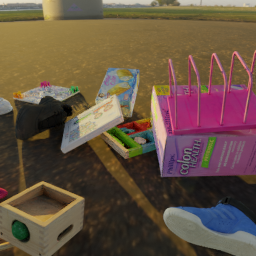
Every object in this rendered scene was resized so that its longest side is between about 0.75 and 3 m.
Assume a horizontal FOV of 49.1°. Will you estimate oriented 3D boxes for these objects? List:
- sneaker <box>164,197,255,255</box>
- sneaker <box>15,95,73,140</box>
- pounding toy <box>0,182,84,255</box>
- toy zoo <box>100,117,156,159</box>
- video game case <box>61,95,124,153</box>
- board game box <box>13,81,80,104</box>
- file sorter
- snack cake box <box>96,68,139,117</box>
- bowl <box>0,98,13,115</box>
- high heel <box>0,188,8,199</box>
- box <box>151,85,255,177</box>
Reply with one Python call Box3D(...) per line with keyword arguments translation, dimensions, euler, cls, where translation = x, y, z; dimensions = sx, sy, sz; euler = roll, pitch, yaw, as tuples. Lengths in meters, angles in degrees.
Box3D(translation=(1.714, 1.822, 5.707), dimensions=(1.857, 0.713, 1.033), euler=(13, 35, 16), cls="sneaker")
Box3D(translation=(-2.900, -0.388, 9.917), dimensions=(1.257, 1.052, 2.769), euler=(14, 32, 11), cls="sneaker")
Box3D(translation=(-1.855, 1.918, 5.483), dimensions=(1.353, 1.045, 1.470), euler=(14, 20, 25), cls="pounding toy")
Box3D(translation=(0.596, 0.203, 9.480), dimensions=(2.607, 0.267, 1.710), euler=(-15, 30, -28), cls="toy zoo")
Box3D(translation=(-1.199, -0.208, 9.266), dimensions=(2.135, 0.253, 1.944), euler=(-28, 26, 6), cls="video game case")
Box3D(translation=(-3.826, -1.693, 13.256), dimensions=(2.235, 0.289, 2.235), euler=(12, 29, 24), cls="board game box")
Box3D(translation=(2.132, -0.934, 6.741), dimensions=(2.266, 1.421, 1.575), euler=(-4, 37, 5), cls="file sorter")
Box3D(translation=(-0.375, -1.543, 11.724), dimensions=(1.413, 0.826, 2.457), euler=(5, 42, 7), cls="snack cake box")
Box3D(translation=(-5.351, -0.947, 11.560), dimensions=(1.063, 0.478, 1.063), euler=(1, 26, 0), cls="bowl")
Box3D(translation=(-3.541, 1.402, 6.697), dimensions=(1.273, 0.612, 0.429), euler=(1, 27, 2), cls="high heel")
Box3D(translation=(2.297, -0.033, 8.155), dimensions=(2.985, 1.443, 2.626), euler=(-1, 37, -2), cls="box")
